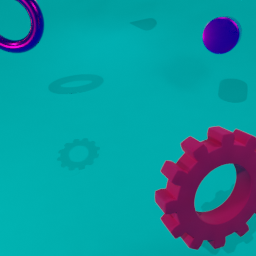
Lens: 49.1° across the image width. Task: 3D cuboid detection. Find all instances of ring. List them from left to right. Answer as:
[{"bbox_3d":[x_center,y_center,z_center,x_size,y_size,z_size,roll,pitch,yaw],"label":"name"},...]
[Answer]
[{"bbox_3d":[-3.063,-2.810,7.274,1.757,1.757,0.351,0,33,0],"label":"ring"}]

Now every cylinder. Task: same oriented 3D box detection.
[{"bbox_3d":[2.467,-2.431,7.307,0.893,0.893,0.893,21,28,17],"label":"cylinder"}]

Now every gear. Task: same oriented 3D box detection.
[{"bbox_3d":[1.412,0.975,4.452,1.966,1.966,0.364,-17,21,-14],"label":"gear"}]
